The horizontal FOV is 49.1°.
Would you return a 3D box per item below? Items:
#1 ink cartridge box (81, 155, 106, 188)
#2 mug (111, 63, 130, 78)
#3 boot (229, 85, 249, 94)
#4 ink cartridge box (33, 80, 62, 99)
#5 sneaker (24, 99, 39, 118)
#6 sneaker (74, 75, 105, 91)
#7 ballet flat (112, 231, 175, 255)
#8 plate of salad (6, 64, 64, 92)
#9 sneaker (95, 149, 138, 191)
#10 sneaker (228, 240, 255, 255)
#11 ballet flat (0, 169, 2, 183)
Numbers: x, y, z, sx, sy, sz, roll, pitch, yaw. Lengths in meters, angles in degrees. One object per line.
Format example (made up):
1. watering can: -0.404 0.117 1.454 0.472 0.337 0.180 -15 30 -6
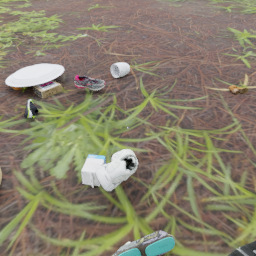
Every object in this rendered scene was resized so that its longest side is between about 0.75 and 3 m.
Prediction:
1. ink cartridge box: -1.059 1.333 8.626 0.558 0.572 0.890 6 35 10
2. mug: -0.431 -3.066 14.799 0.866 0.729 0.988 -24 11 -38
3. boot: 5.291 -1.864 13.428 0.793 0.304 0.616 -15 33 -9
4. ink cartridge box: -3.825 -1.879 13.300 1.065 0.400 0.878 -30 47 -35
5. sneaker: -4.049 -0.755 11.815 0.530 0.459 1.281 13 32 -22
6. sneaker: -1.788 -2.128 13.118 1.449 0.541 0.584 2 53 -5
7. ballet flat: 0.268 2.876 6.589 1.702 0.612 0.612 -14 38 -19
8. plate of salad: -4.573 -2.528 13.962 2.881 0.692 2.881 -6 31 4
9. sneaker: -0.069 1.072 8.170 0.936 0.868 2.310 -34 1 19
10. sneaker: 3.035 2.923 6.075 2.622 1.184 1.025 -40 40 -12
11. ballet flat: -4.159 1.509 8.180 0.867 0.803 2.460 -13 37 -22
